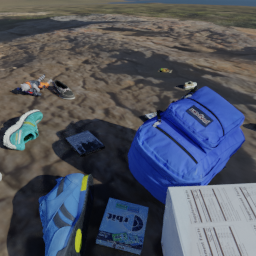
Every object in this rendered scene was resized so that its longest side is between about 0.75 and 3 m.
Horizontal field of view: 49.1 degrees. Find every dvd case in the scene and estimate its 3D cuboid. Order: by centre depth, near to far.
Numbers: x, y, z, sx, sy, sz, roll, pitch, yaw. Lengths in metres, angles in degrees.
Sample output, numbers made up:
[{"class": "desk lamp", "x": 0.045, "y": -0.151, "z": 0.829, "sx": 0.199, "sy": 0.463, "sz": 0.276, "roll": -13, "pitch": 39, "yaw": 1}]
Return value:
[{"class": "dvd case", "x": -1.447, "y": 0.503, "z": 9.356, "sx": 0.885, "sy": 0.146, "sz": 1.177, "roll": -19, "pitch": 35, "yaw": -29}]

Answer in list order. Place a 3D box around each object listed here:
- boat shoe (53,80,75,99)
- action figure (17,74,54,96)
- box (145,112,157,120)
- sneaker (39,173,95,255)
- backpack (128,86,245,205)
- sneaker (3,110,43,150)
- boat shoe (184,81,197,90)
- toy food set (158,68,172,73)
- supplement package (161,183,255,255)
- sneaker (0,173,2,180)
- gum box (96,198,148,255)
[{"class": "boat shoe", "x": -3.024, "y": -1.784, "z": 12.966, "sx": 0.565, "sy": 0.481, "sz": 1.689, "roll": -22, "pitch": 36, "yaw": -33}, {"class": "action figure", "x": -4.492, "y": -2.044, "z": 13.151, "sx": 1.561, "sy": 0.817, "sz": 1.510, "roll": 12, "pitch": 24, "yaw": 21}, {"class": "box", "x": 1.210, "y": -0.271, "z": 10.634, "sx": 0.728, "sy": 0.201, "sz": 1.066, "roll": -12, "pitch": 32, "yaw": -20}, {"class": "sneaker", "x": -1.449, "y": 2.041, "z": 5.971, "sx": 1.134, "sy": 0.953, "sz": 2.892, "roll": -3, "pitch": 28, "yaw": 3}, {"class": "backpack", "x": 1.380, "y": 0.352, "z": 7.157, "sx": 2.757, "sy": 2.313, "sz": 2.240, "roll": -32, "pitch": 59, "yaw": -32}, {"class": "sneaker", "x": -3.455, "y": 0.102, "z": 9.679, "sx": 0.806, "sy": 0.785, "sz": 2.025, "roll": 21, "pitch": 37, "yaw": 0}, {"class": "boat shoe", "x": 3.081, "y": -2.131, "z": 13.754, "sx": 0.859, "sy": 0.294, "sz": 0.321, "roll": -24, "pitch": 38, "yaw": -35}, {"class": "toy food set", "x": 2.110, "y": -3.305, "z": 15.923, "sx": 0.766, "sy": 0.154, "sz": 0.529, "roll": 9, "pitch": 31, "yaw": 15}, {"class": "supplement package", "x": 1.861, "y": 2.151, "z": 4.836, "sx": 2.251, "sy": 1.708, "sz": 1.696, "roll": -2, "pitch": 36, "yaw": -3}, {"class": "sneaker", "x": -3.992, "y": 1.470, "z": 7.491, "sx": 0.596, "sy": 0.417, "sz": 1.032, "roll": 10, "pitch": 25, "yaw": 24}, {"class": "gum box", "x": -0.095, "y": 2.154, "z": 6.268, "sx": 0.971, "sy": 0.255, "sz": 1.143, "roll": 13, "pitch": 31, "yaw": 3}]
